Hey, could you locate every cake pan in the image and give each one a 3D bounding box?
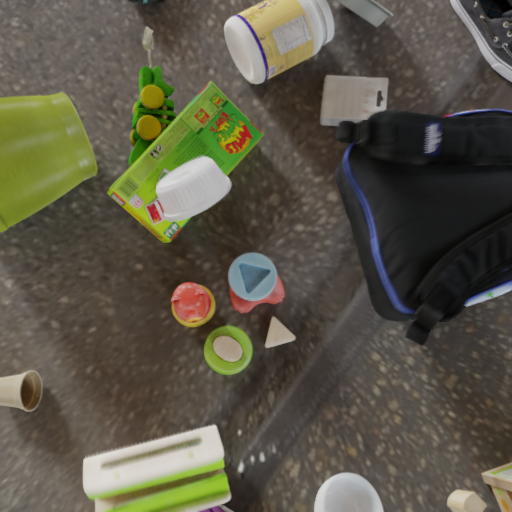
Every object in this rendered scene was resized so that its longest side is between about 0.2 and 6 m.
[{"bbox_3d":[1.852,-5.397,11.556,2.107,2.107,0.387,39,115,10],"label":"cake pan"}]

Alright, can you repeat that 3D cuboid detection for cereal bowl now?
[{"bbox_3d":[1.460,4.265,9.191,1.275,0.531,1.275,18,52,-25],"label":"cereal bowl"}]

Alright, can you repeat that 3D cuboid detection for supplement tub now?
[{"bbox_3d":[0.475,-4.538,11.454,1.918,1.394,1.394,-30,76,-9],"label":"supplement tub"}]

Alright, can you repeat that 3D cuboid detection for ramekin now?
[{"bbox_3d":[-1.136,-1.193,9.708,1.312,1.312,0.611,-34,114,-9],"label":"ramekin"}]

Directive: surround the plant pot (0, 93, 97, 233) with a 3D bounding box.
[{"bbox_3d":[-4.362,-1.851,10.323,2.427,2.521,2.521,-24,75,-19],"label":"plant pot"}]

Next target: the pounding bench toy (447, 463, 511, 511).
[{"bbox_3d":[4.466,4.342,8.809,2.400,1.491,1.872,-17,75,-5],"label":"pounding bench toy"}]

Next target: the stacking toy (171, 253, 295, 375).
[{"bbox_3d":[-0.374,1.012,10.096,2.092,0.884,1.894,-25,75,-7],"label":"stacking toy"}]

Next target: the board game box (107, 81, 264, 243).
[{"bbox_3d":[-1.333,-1.780,10.746,1.443,0.676,2.841,43,77,-15],"label":"board game box"}]

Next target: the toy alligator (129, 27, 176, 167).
[{"bbox_3d":[-1.984,-3.099,11.235,0.814,0.889,2.999,9,79,-23],"label":"toy alligator"}]

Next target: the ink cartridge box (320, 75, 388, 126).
[{"bbox_3d":[2.014,-3.182,11.549,1.285,0.367,1.045,7,73,6],"label":"ink cartridge box"}]

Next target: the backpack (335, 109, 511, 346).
[{"bbox_3d":[3.388,-0.711,9.609,3.528,2.853,3.704,-15,85,0],"label":"backpack"}]

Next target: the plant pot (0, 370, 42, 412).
[{"bbox_3d":[-4.247,2.378,9.855,0.645,0.705,0.705,-3,73,10],"label":"plant pot"}]

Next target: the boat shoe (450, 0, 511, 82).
[{"bbox_3d":[5.233,-4.921,11.770,1.037,0.982,2.966,-25,75,-7],"label":"boat shoe"}]

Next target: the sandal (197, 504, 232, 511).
[{"bbox_3d":[-0.492,4.615,9.209,2.147,0.528,0.874,27,76,10],"label":"sandal"}]

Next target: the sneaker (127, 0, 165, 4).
[{"bbox_3d":[-2.388,-6.567,12.462,0.873,0.831,2.203,5,79,-13],"label":"sneaker"}]

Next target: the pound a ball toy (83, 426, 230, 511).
[{"bbox_3d":[-1.757,3.883,9.218,2.557,1.086,1.667,-12,113,-11],"label":"pound a ball toy"}]
